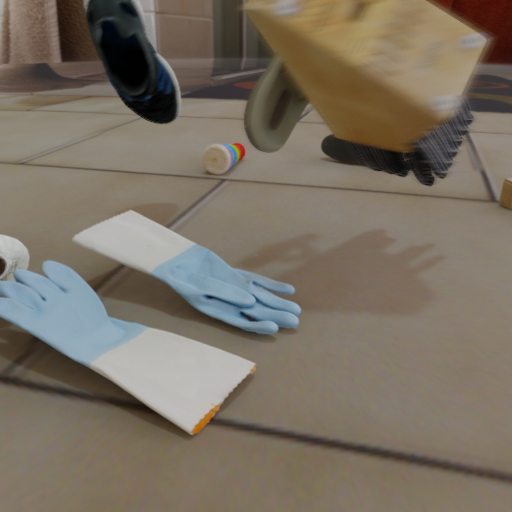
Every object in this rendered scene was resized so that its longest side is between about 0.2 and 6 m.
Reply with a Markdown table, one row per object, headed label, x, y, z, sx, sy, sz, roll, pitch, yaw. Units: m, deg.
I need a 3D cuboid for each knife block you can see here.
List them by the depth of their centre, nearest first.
| label | x | y | z | sx | sy | sz | roll | pitch | yaw |
| --- | --- | --- | --- | --- | --- | --- | --- | --- | --- |
| knife block | 1.608 | -2.586 | 8.664 | 3.978 | 1.273 | 3.492 | 28 | -8 | -7 |

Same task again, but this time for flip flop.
| label | x | y | z | sx | sy | sz | roll | pitch | yaw |
| --- | --- | --- | --- | --- | --- | --- | --- | --- | --- |
| flip flop | 0.778 | -3.091 | 8.874 | 0.902 | 3.135 | 1.271 | 16 | -11 | 46 |

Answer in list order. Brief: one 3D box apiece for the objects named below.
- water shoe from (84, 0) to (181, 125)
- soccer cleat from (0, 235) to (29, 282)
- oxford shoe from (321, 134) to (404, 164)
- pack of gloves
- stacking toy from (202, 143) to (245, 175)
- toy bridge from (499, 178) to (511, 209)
| label | x | y | z | sx | sy | sz | roll | pitch | yaw |
| --- | --- | --- | --- | --- | --- | --- | --- | --- | --- |
| water shoe | -2.253 | -3.259 | 10.223 | 1.190 | 3.330 | 1.314 | -11 | 63 | 7 |
| soccer cleat | -3.780 | 0.141 | 7.813 | 1.025 | 0.916 | 2.643 | 3 | 0 | 7 |
| oxford shoe | 2.980 | -2.895 | 15.647 | 2.373 | 0.846 | 0.846 | 13 | 1 | 23 |
| pack of gloves | -1.426 | 0.765 | 7.691 | 3.700 | 0.730 | 3.109 | 24 | 33 | 23 |
| stacking toy | -0.785 | -2.732 | 15.176 | 0.785 | 0.785 | 1.839 | 7 | 20 | 15 |
| toy bridge | 6.710 | -0.621 | 10.346 | 1.589 | 0.643 | 4.728 | -5 | 22 | -15 |
